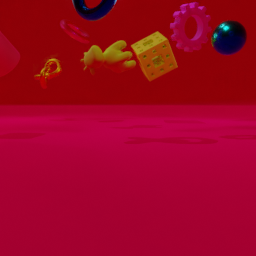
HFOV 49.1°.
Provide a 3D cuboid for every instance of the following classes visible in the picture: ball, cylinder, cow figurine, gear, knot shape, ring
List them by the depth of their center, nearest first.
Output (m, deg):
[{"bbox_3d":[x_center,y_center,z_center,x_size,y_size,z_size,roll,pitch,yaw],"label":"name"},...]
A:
[{"bbox_3d":[-0.658,-3.475,6.268,1.693,1.809,0.836,-33,7,-6],"label":"knot shape"},{"bbox_3d":[1.474,-2.336,6.535,1.058,1.058,0.196,-3,17,-29],"label":"gear"},{"bbox_3d":[-3.231,-1.836,6.704,0.888,0.888,0.888,2,-31,26],"label":"cylinder"},{"bbox_3d":[2.529,-2.256,7.028,0.845,0.845,0.845,0,5,0],"label":"ball"},{"bbox_3d":[-0.637,-2.172,9.057,1.518,0.847,1.543,-24,-17,10],"label":"cow figurine"},{"bbox_3d":[-2.252,-4.151,12.040,1.463,0.293,1.463,32,25,-17],"label":"ring"},{"bbox_3d":[-3.562,-2.314,12.275,1.459,0.674,1.366,-33,28,27],"label":"knot shape"}]

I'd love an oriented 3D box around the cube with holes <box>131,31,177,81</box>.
[{"bbox_3d":[1.064,-2.961,11.539,1.264,1.264,1.264,-27,34,3],"label":"cube with holes"}]
